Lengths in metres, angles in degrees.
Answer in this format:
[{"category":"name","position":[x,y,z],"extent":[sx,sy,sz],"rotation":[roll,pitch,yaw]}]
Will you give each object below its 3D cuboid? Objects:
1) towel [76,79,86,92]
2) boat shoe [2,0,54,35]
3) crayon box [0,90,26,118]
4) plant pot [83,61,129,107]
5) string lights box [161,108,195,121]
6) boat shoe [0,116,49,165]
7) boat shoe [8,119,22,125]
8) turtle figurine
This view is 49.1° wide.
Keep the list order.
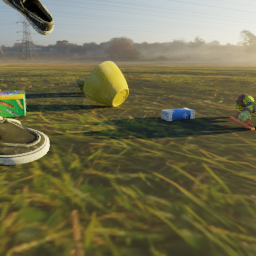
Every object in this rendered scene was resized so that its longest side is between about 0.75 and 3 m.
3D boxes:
[{"category":"towel","position":[-1.999,-2.314,15.245],"extent":[1.417,0.348,1.910],"rotation":[1,-8,1]},{"category":"boat shoe","position":[-2.832,-3.529,7.756],"extent":[0.717,2.029,0.646],"rotation":[-50,8,-25]},{"category":"crayon box","position":[-4.569,-0.931,10.463],"extent":[1.389,0.681,2.339],"rotation":[-5,15,-18]},{"category":"plant pot","position":[-0.735,-1.634,11.608],"extent":[1.294,1.823,1.823],"rotation":[42,32,19]},{"category":"string lights box","position":[1.685,-0.469,9.469],"extent":[1.008,0.297,0.518],"rotation":[-6,16,-21]},{"category":"boat shoe","position":[-2.767,0.113,5.397],"extent":[2.431,0.774,0.859],"rotation":[7,46,-13]},{"category":"boat shoe","position":[-3.173,0.240,6.374],"extent":[0.630,0.669,1.864],"rotation":[31,25,25]},{"category":"turtle figurine","position":[4.238,-0.596,8.735],"extent":[2.833,0.912,2.284],"rotation":[-1,15,-3]}]
